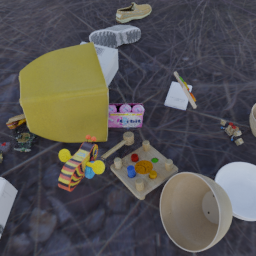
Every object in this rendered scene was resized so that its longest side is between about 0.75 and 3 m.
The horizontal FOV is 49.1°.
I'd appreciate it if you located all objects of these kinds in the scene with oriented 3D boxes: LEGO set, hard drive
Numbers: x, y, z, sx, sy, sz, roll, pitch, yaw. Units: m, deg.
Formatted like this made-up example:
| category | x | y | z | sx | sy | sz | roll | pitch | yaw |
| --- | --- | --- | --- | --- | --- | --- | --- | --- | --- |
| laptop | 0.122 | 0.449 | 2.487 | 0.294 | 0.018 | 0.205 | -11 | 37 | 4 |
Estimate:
| category | x | y | z | sx | sy | sz | roll | pitch | yaw |
| --- | --- | --- | --- | --- | --- | --- | --- | --- | --- |
| LEGO set | -3.844 | 0.562 | 9.951 | 1.817 | 0.515 | 1.180 | -23 | 52 | -1 |
| hard drive | 2.082 | -1.335 | 11.523 | 0.867 | 0.167 | 1.314 | 15 | 53 | 11 |

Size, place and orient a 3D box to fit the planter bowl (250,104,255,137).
| category | x | y | z | sx | sy | sz | roll | pitch | yaw |
| --- | --- | --- | --- | --- | --- | --- | --- | --- | --- |
| planter bowl | 5.047 | -0.136 | 10.066 | 1.467 | 0.988 | 1.467 | 0 | 51 | 0 |

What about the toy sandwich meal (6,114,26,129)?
| category | x | y | z | sx | sy | sz | roll | pitch | yaw |
| --- | --- | --- | --- | --- | --- | --- | --- | --- | --- |
| toy sandwich meal | -3.979 | -0.282 | 10.456 | 1.063 | 0.364 | 1.063 | -14 | 13 | 3 |

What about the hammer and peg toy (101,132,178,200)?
| category | x | y | z | sx | sy | sz | roll | pitch | yaw |
| --- | --- | --- | --- | --- | --- | --- | --- | --- | --- |
| hammer and peg toy | 0.270 | 1.165 | 9.118 | 1.675 | 0.803 | 2.278 | -30 | 44 | -22 |

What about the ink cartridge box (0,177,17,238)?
| category | x | y | z | sx | sy | sz | roll | pitch | yaw |
| --- | --- | --- | --- | --- | --- | --- | --- | --- | --- |
| ink cartridge box | -4.471 | 2.622 | 7.662 | 1.867 | 1.095 | 2.550 | 8 | 58 | 6 |

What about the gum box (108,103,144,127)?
| category | x | y | z | sx | sy | sz | roll | pitch | yaw |
| --- | --- | --- | --- | --- | --- | --- | --- | --- | --- |
| gum box | -0.129 | -0.462 | 10.415 | 1.466 | 0.832 | 0.485 | 0 | 52 | 0 |

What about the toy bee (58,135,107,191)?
| category | x | y | z | sx | sy | sz | roll | pitch | yaw |
| --- | --- | --- | --- | --- | --- | --- | --- | --- | --- |
| toy bee | -1.262 | 0.783 | 7.782 | 1.333 | 1.107 | 2.036 | 7 | 22 | -2 |

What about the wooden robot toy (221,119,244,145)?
| category | x | y | z | sx | sy | sz | roll | pitch | yaw |
| --- | --- | --- | --- | --- | --- | --- | --- | --- | --- |
| wooden robot toy | 3.921 | 0.068 | 10.266 | 0.523 | 0.508 | 1.152 | -14 | 53 | -24 |

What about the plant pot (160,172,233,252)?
| category | x | y | z | sx | sy | sz | roll | pitch | yaw |
| --- | --- | --- | --- | --- | --- | --- | --- | --- | --- |
| plant pot | 2.080 | 2.262 | 7.812 | 1.363 | 2.031 | 2.031 | 8 | 43 | -38 |

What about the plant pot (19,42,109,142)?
| category | x | y | z | sx | sy | sz | roll | pitch | yaw |
| --- | --- | --- | --- | --- | --- | --- | --- | --- | --- |
| plant pot | -2.225 | -1.066 | 9.612 | 2.650 | 2.590 | 2.573 | -9 | 52 | -13 |

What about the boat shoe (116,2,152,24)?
| category | x | y | z | sx | sy | sz | roll | pitch | yaw |
| --- | --- | --- | --- | --- | --- | --- | --- | --- | --- |
| boat shoe | 0.361 | -6.303 | 14.993 | 2.174 | 0.828 | 0.779 | -29 | 57 | -21 |

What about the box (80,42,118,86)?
| category | x | y | z | sx | sy | sz | roll | pitch | yaw |
| --- | --- | --- | --- | --- | --- | --- | --- | --- | --- |
| box | -1.485 | -2.592 | 11.903 | 1.708 | 1.122 | 1.717 | 15 | 53 | 12 |

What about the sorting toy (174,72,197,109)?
| category | x | y | z | sx | sy | sz | roll | pitch | yaw |
| --- | --- | --- | --- | --- | --- | --- | --- | --- | --- |
| sorting toy | 2.159 | -1.444 | 10.417 | 0.225 | 1.140 | 1.231 | -30 | 36 | 14 |

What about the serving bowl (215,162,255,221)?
| category | x | y | z | sx | sy | sz | roll | pitch | yaw |
| --- | --- | --- | --- | --- | --- | --- | --- | --- | --- |
| serving bowl | 3.558 | 1.998 | 8.627 | 1.878 | 0.618 | 1.878 | 0 | 52 | 1 |

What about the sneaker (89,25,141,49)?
| category | x | y | z | sx | sy | sz | roll | pitch | yaw |
| --- | --- | --- | --- | --- | --- | --- | --- | --- | --- |
| sneaker | -0.695 | -4.488 | 13.681 | 2.530 | 0.946 | 1.038 | -12 | 40 | -19 |
